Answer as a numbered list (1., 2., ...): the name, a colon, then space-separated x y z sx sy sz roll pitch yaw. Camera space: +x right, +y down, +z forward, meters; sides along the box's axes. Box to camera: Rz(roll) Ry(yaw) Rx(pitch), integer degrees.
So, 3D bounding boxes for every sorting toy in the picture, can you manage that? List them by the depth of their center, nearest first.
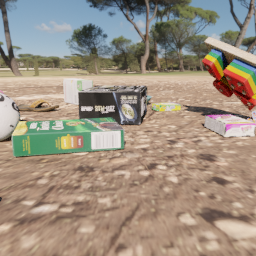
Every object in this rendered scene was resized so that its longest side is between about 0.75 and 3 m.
1. sorting toy: 3.377 -1.467 8.645 2.250 0.788 2.264 39 5 -45

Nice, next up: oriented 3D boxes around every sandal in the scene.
1. sandal: -3.785 -0.970 11.739 1.823 0.498 0.745 4 13 16

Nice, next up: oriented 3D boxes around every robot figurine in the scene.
1. robot figurine: -3.658 -0.390 7.398 1.563 1.298 2.080 -21 22 -33

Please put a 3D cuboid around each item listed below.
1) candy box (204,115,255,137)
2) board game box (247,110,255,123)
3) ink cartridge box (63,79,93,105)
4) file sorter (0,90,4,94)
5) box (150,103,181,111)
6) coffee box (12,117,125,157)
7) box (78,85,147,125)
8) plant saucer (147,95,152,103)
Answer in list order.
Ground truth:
1. candy box: 2.902 -0.087 8.107 0.896 0.401 1.314 -1 13 -9
2. board game box: 4.782 -0.511 8.813 1.908 0.371 1.507 -24 23 -19
3. ink cartridge box: -2.444 -1.779 13.690 0.721 1.198 1.648 -12 18 -42
4. file sorter: -5.005 -0.712 9.407 1.153 1.041 1.660 0 13 -1
5. box: 1.567 -0.908 11.987 1.179 0.285 0.692 -7 14 -22
6. coffee box: -1.414 0.158 6.717 2.436 0.536 1.498 -3 13 -13
7. box: -0.423 -0.908 10.104 2.082 1.095 2.543 2 13 7
8. plant saucer: -0.063 -1.296 13.336 2.388 0.429 2.388 0 12 0
